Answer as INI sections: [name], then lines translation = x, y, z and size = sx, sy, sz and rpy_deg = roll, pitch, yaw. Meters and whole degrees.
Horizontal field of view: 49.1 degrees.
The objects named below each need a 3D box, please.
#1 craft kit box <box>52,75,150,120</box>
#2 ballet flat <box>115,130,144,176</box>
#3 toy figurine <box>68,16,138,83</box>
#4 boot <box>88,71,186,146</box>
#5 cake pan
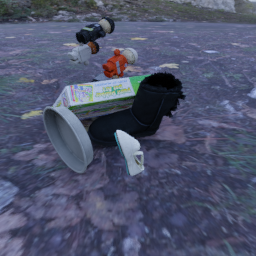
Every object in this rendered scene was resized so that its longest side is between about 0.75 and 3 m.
[craft kit box]
translation = -0.784, -0.777, 8.090
size = 2.519, 0.611, 2.488
rpy_deg = -13, -1, -26
[ballet flat]
translation = 0.070, 0.453, 5.350
size = 0.432, 1.245, 0.432
rpy_deg = -8, 44, 8
[toy figurine]
translation = -1.033, -2.911, 11.341
size = 1.679, 2.413, 2.375
rpy_deg = -40, 1, -31
[boot]
translation = 0.221, -0.477, 7.107
size = 2.305, 1.889, 0.853
rpy_deg = -8, 57, -28
[cake pan]
translation = -1.286, 0.223, 6.069
size = 0.294, 1.606, 1.606
rpy_deg = -31, 38, -31
